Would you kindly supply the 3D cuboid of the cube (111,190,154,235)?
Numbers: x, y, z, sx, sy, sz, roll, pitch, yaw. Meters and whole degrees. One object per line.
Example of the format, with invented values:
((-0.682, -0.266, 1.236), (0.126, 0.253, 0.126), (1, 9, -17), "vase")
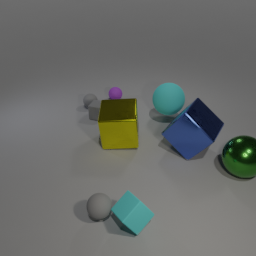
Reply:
((0.121, 2.233, 7.435), (0.700, 0.700, 0.700), (-47, 30, -10), "cube")

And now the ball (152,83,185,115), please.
((1.761, -1.255, 12.151), (1.400, 1.400, 1.400), (0, 31, 0), "ball")

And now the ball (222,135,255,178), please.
((3.830, 0.939, 9.248), (1.400, 1.400, 1.400), (0, 31, 0), "ball")

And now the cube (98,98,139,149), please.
((-0.321, -0.167, 10.785), (1.400, 1.400, 1.400), (-2, 40, 3), "cube")

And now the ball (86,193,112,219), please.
((-0.786, 2.134, 7.678), (0.700, 0.700, 0.700), (0, 31, 0), "ball")

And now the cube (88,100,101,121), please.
((-1.338, -0.795, 12.737), (0.700, 0.700, 0.700), (10, 33, 14), "cube")

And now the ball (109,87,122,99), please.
((-0.639, -1.736, 14.230), (0.700, 0.700, 0.700), (0, 31, 0), "ball")

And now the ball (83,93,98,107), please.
((-1.817, -1.319, 13.545), (0.700, 0.700, 0.700), (0, 31, 0), "ball")

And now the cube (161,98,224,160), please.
((2.370, 0.030, 10.231), (1.400, 1.400, 1.400), (46, 43, 2), "cube")
